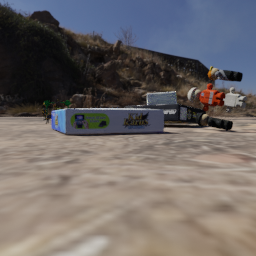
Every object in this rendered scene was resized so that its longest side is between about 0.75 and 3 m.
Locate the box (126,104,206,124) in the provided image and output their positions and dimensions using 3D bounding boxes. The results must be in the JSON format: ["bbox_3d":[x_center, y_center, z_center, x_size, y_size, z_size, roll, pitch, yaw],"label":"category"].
[{"bbox_3d":[1.486,-0.490,10.563,2.134,0.650,2.648,3,1,33],"label":"box"}]

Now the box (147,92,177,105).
[{"bbox_3d":[1.688,-1.126,14.013,1.433,0.941,1.440,-3,-12,5],"label":"box"}]

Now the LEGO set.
[{"bbox_3d":[-3.064,-0.740,12.087,1.293,0.995,0.749,-10,0,-19],"label":"LEGO set"}]

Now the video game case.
[{"bbox_3d":[-0.672,-0.210,7.288,2.313,0.580,2.552,0,3,-22],"label":"video game case"}]

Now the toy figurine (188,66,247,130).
[{"bbox_3d":[2.446,-0.805,7.675,1.027,1.454,1.477,17,-30,45],"label":"toy figurine"}]
